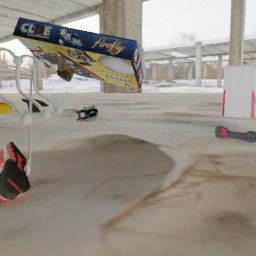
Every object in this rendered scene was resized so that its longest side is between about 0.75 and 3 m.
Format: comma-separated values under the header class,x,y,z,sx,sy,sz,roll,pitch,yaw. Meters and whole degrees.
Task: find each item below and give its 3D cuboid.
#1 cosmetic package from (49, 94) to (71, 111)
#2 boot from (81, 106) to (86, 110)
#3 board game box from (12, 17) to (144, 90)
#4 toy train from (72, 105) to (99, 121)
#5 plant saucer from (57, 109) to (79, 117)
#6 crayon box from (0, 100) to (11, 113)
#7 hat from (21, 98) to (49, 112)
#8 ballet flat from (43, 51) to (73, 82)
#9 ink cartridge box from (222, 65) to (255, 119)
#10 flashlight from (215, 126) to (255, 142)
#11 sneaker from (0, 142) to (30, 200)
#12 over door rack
class,x,y,z,sx,sy,sz,roll,pitch,yaw
cosmetic package,-3.075,-1.151,12.601,0.885,0.740,0.736,-3,9,-19
boot,-1.574,-0.625,10.908,0.374,0.301,0.827,32,-2,3
board game box,-0.835,-1.376,5.399,2.185,0.378,1.481,15,-9,10
toy train,-1.388,-0.463,9.215,0.629,0.470,1.104,-10,7,19
plant saucer,-2.115,-0.579,10.462,1.032,0.259,1.032,0,8,0
crayon box,-5.575,-0.887,11.734,1.162,0.477,1.848,-3,9,-19
hat,-3.940,-0.889,11.749,1.170,0.472,1.170,9,-8,1
ballet flat,-1.212,-1.140,5.072,0.389,0.268,1.156,23,-7,8
ink cartridge box,4.297,-1.363,10.433,1.046,1.795,2.480,5,10,29
flashlight,2.241,0.121,5.817,0.815,0.276,0.277,6,-3,35
sneaker,-1.381,0.543,3.078,0.466,0.396,1.075,-34,24,-7
over door rack,-1.125,-0.001,2.987,0.507,1.522,1.125,16,8,0
